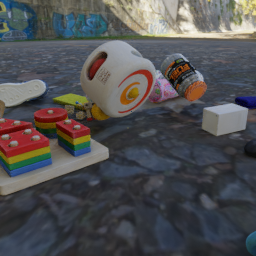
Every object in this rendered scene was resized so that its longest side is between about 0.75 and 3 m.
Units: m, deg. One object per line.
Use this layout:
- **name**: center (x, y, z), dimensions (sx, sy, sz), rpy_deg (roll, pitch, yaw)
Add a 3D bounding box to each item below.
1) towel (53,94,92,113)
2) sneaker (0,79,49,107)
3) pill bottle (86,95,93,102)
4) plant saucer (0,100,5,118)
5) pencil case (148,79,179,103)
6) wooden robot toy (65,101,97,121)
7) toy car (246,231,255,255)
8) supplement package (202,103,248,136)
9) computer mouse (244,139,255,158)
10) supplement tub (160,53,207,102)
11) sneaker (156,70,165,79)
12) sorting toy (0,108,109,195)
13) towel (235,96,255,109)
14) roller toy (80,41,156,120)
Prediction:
- **towel**: center (-1.950, -1.060, 11.798), dimensions (2.599, 0.235, 1.118), rpy_deg (16, 27, 36)
- **sneaker**: center (-4.707, -1.529, 12.318), dimensions (2.440, 0.983, 1.787), rpy_deg (-16, 8, -9)
- **pill bottle**: center (-1.180, -1.208, 10.927), dimensions (0.516, 0.516, 0.950), rpy_deg (-19, 20, -39)
- **plant saucer**: center (-4.408, -0.042, 7.707), dimensions (2.290, 0.405, 2.290), rpy_deg (-31, -4, -2)
- **pencil case**: center (2.014, -1.851, 12.679), dimensions (2.526, 1.104, 1.104), rpy_deg (-17, 27, -33)
- **wooden robot toy**: center (-1.385, -0.662, 10.270), dimensions (1.742, 0.767, 0.791), rpy_deg (-9, 4, 5)
- **toy car**: center (2.331, 1.716, 3.586), dimensions (1.331, 1.553, 1.775), rpy_deg (-44, 35, -7)
- **supplement package**: center (3.156, -0.299, 9.172), dimensions (1.238, 0.751, 0.741), rpy_deg (-10, 24, -24)
- **computer mouse**: center (4.253, 0.452, 7.780), dimensions (2.276, 0.387, 0.667), rpy_deg (-7, 22, -17)
- **supplement tub**: center (1.990, -1.802, 10.036), dimensions (1.041, 1.041, 1.699), rpy_deg (-12, 51, -28)
- **sneaker**: center (2.046, -2.865, 15.986), dimensions (1.061, 0.589, 1.516), rpy_deg (5, 32, 9)
- **sorting toy**: center (-2.401, 0.283, 7.401), dimensions (2.756, 0.959, 2.739), rpy_deg (-17, 27, -35)
- **towel**: center (5.428, -1.083, 11.751), dimensions (1.520, 0.376, 1.122), rpy_deg (-3, 15, -7)
- **roller toy**: center (-0.268, -1.427, 8.594), dimensions (2.263, 2.064, 1.581), rpy_deg (-30, 57, -24)
